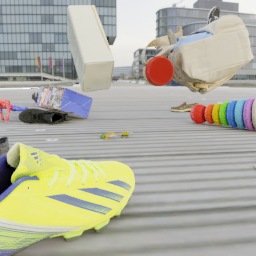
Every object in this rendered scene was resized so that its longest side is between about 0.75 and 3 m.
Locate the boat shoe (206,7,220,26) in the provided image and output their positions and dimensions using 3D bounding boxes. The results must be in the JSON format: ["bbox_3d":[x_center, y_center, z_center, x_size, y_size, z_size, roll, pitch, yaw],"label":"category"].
[{"bbox_3d":[3.377,-4.164,11.126,0.528,1.429,0.431,27,-3,-26],"label":"boat shoe"}]

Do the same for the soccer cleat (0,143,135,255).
[{"bbox_3d":[-0.910,0.715,3.358,0.925,1.197,2.861,10,14,42],"label":"soccer cleat"}]

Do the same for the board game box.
[{"bbox_3d":[-2.892,-1.162,12.709,2.006,0.972,1.599,10,-5,44],"label":"board game box"}]

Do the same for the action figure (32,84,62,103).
[{"bbox_3d":[-4.613,-2.064,17.809,2.755,1.406,1.637,-1,0,3],"label":"action figure"}]

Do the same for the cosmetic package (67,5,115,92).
[{"bbox_3d":[-1.396,-2.832,9.878,1.038,2.840,1.470,-10,-28,-18],"label":"cosmetic package"}]

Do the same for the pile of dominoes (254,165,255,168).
[{"bbox_3d":[3.027,0.876,5.670,0.781,0.124,0.609,-6,10,14],"label":"pile of dominoes"}]

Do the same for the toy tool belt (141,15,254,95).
[{"bbox_3d":[1.491,-1.688,7.036,2.820,1.761,1.733,-21,13,-12],"label":"toy tool belt"}]

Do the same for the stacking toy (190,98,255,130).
[{"bbox_3d":[3.649,-0.507,10.551,2.872,1.226,1.226,1,8,41],"label":"stacking toy"}]

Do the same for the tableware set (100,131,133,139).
[{"bbox_3d":[-0.376,0.238,8.861,0.962,0.148,0.648,-10,12,-38],"label":"tableware set"}]

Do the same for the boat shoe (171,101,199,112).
[{"bbox_3d":[3.056,-1.158,15.042,1.553,0.574,0.574,-1,11,-4],"label":"boat shoe"}]

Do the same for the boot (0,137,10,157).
[{"bbox_3d":[-2.753,0.467,6.364,0.309,0.583,0.885,-5,12,-17],"label":"boot"}]

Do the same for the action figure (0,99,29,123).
[{"bbox_3d":[-5.024,-0.600,12.159,0.715,1.085,2.193,0,-12,17],"label":"action figure"}]

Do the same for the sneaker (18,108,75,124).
[{"bbox_3d":[-3.238,-0.467,11.230,2.052,0.616,1.070,-1,6,-29],"label":"sneaker"}]
